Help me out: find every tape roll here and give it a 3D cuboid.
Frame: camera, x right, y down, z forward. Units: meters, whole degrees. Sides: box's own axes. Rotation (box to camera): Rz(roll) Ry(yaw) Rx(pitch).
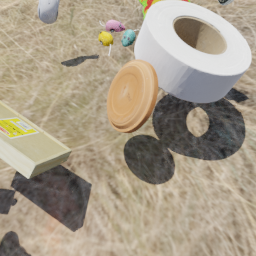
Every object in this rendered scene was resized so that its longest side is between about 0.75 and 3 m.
[{"bbox_3d":[1.560,-1.912,6.828,2.719,0.951,2.719,10,51,-13],"label":"tape roll"}]

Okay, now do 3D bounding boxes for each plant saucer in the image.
[{"bbox_3d":[0.008,-0.714,6.176,0.267,1.656,1.656,12,43,-37],"label":"plant saucer"}]

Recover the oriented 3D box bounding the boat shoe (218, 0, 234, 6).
[{"bbox_3d":[2.488,-3.690,6.732,0.530,1.664,0.588,-26,67,-21],"label":"boat shoe"}]

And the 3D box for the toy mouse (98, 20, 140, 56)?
[{"bbox_3d":[-0.224,-2.664,7.728,1.289,0.281,1.451,-19,57,-19],"label":"toy mouse"}]

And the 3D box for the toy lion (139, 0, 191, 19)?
[{"bbox_3d":[1.042,-3.779,8.226,1.962,0.673,1.880,35,102,19],"label":"toy lion"}]

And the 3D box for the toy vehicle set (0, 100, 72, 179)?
[{"bbox_3d":[-2.458,0.089,5.846,2.329,1.447,0.309,33,104,11],"label":"toy vehicle set"}]

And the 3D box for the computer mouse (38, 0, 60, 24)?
[{"bbox_3d":[-2.393,-4.095,8.624,0.992,1.810,0.397,1,33,-19],"label":"computer mouse"}]
